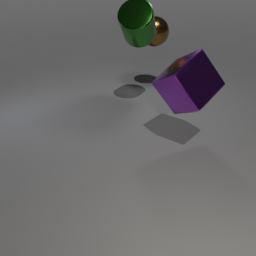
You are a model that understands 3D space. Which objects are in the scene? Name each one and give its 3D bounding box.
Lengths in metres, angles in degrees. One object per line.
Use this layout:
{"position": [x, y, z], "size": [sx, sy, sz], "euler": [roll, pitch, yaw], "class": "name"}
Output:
{"position": [1.287, -4.672, 13.579], "size": [1.400, 1.400, 1.400], "euler": [0, 29, 0], "class": "ball"}
{"position": [0.397, -4.196, 11.277], "size": [1.400, 1.400, 1.400], "euler": [7, -11, 13], "class": "cylinder"}
{"position": [1.925, -1.443, 9.069], "size": [1.400, 1.400, 1.400], "euler": [-44, 15, -17], "class": "cube"}
